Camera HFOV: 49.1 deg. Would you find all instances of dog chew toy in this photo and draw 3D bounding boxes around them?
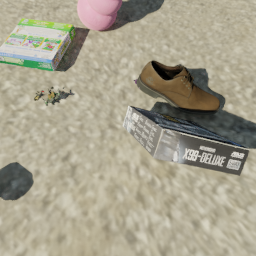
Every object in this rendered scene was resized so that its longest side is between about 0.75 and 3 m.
[{"bbox_3d":[-0.887,-4.604,10.009,1.503,2.413,1.503,9,69,-25],"label":"dog chew toy"}]

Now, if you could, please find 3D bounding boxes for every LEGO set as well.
[{"bbox_3d":[-2.548,-1.007,9.056,1.043,0.295,0.677,21,75,32],"label":"LEGO set"}]

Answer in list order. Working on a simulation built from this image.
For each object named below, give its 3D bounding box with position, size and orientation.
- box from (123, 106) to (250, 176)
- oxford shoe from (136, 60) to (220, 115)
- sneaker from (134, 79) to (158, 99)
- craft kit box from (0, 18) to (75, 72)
[{"bbox_3d":[1.199,0.204,6.823,2.091,2.651,0.660,14,100,-17],"label":"box"},{"bbox_3d":[1.640,-1.189,8.331,2.671,1.127,0.970,22,49,-6],"label":"oxford shoe"},{"bbox_3d":[0.572,-1.264,9.074,0.455,0.387,1.040,-15,47,-22],"label":"sneaker"},{"bbox_3d":[-3.248,-3.016,9.989,2.122,0.515,2.095,11,60,10],"label":"craft kit box"}]
